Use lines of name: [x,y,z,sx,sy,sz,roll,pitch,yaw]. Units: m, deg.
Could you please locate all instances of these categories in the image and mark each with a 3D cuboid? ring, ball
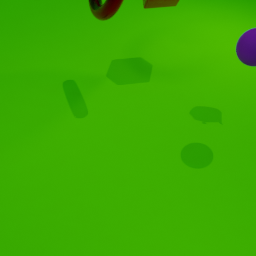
ring: [-0.481,-3.493,6.683,0.356,1.780,1.780,2,41,-32]
ball: [2.491,-1.569,5.453,0.732,0.732,0.732,0,46,0]

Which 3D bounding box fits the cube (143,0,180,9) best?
cube: [0.943,-4.069,7.812,1.012,1.012,1.012,-7,90,-6]
